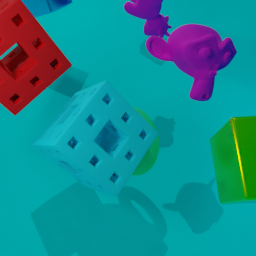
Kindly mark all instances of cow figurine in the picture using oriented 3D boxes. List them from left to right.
[{"bbox_3d":[0.597,-2.784,6.544,1.324,1.346,0.739,23,63,-11],"label":"cow figurine"}]

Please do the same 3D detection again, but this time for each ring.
[{"bbox_3d":[0.057,0.285,6.047,0.302,1.509,1.509,-9,55,-44],"label":"ring"}]

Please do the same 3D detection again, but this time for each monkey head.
[{"bbox_3d":[1.250,-1.221,5.183,1.817,1.307,1.095,1,19,-27],"label":"monkey head"}]

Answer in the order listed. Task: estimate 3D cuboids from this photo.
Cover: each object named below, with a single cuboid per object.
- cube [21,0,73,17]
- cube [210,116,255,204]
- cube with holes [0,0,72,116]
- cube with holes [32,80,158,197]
[{"bbox_3d":[-2.441,-3.857,7.983,1.062,1.062,1.062,0,34,30],"label":"cube"},{"bbox_3d":[1.626,0.412,3.412,0.913,0.913,0.913,-4,72,-1],"label":"cube"},{"bbox_3d":[-2.063,-1.310,4.819,1.305,1.305,1.305,-43,43,-6],"label":"cube with holes"},{"bbox_3d":[-0.610,0.202,5.070,1.349,1.349,1.349,44,67,-22],"label":"cube with holes"}]
